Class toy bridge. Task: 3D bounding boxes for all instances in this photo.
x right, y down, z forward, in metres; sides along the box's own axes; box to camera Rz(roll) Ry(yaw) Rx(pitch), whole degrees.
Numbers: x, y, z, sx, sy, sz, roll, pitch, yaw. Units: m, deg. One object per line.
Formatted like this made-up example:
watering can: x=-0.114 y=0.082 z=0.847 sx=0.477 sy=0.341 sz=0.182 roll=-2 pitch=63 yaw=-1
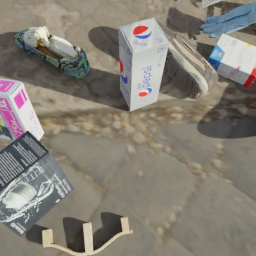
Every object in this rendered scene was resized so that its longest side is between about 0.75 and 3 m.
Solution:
toy bridge: x=-0.881 y=2.484 z=6.295 sx=2.001 sy=0.272 sz=0.672 roll=-8 pitch=69 yaw=-3

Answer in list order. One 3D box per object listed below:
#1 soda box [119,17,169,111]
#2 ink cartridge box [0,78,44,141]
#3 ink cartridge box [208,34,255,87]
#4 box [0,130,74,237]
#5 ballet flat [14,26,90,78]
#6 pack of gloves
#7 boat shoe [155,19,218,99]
soda box: x=0.298 y=-1.404 z=6.801 sx=0.843 sy=2.469 sz=0.783 roll=-20 pitch=68 yaw=-9
ink cartridge box: x=-2.933 y=-0.422 z=5.546 sx=2.310 sy=1.379 sz=0.485 roll=12 pitch=50 yaw=16
ink cartridge box: x=3.254 y=-1.877 z=8.043 sx=1.732 sy=0.583 sz=1.006 roll=27 pitch=69 yaw=11
box: x=-1.629 y=0.875 z=4.384 sx=1.131 sy=1.150 sz=0.713 roll=-40 pitch=53 yaw=-20
ballet flat: x=-2.240 y=-2.425 z=8.110 sx=2.687 sy=0.998 sz=0.998 roll=28 pitch=69 yaw=12
pack of gloves: x=3.657 y=-3.795 z=8.465 sx=2.857 sy=0.564 sz=2.400 roll=-6 pitch=63 yaw=36
boat shoe: x=1.460 y=-2.061 z=8.011 sx=1.012 sy=1.028 sz=2.760 roll=-31 pitch=78 yaw=-23
